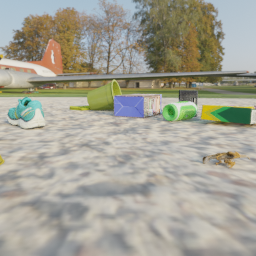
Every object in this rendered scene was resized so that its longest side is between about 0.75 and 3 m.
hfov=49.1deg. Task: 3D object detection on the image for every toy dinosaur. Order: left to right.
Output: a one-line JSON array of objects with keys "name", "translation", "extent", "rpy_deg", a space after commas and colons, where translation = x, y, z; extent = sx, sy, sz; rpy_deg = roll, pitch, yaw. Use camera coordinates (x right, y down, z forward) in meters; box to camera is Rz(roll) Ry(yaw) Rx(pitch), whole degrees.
[{"name": "toy dinosaur", "translation": [1.640, 0.452, 4.457], "extent": [0.876, 0.265, 0.466], "rpy_deg": [0, 7, -3]}]

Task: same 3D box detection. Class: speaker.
[{"name": "speaker", "translation": [1.940, -0.620, 10.299], "extent": [0.688, 0.688, 1.555], "rpy_deg": [8, 11, 42]}]

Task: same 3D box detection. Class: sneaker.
[{"name": "sneaker", "translation": [-3.193, -0.527, 8.875], "extent": [0.884, 0.908, 2.281], "rpy_deg": [-7, 10, -39]}]

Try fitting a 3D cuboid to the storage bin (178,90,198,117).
[{"name": "storage bin", "translation": [2.550, -1.079, 12.049], "extent": [0.743, 1.071, 1.584], "rpy_deg": [2, 9, 9]}]

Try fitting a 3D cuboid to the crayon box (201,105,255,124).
[{"name": "crayon box", "translation": [3.602, -0.476, 9.392], "extent": [1.604, 0.542, 1.859], "rpy_deg": [8, 8, 41]}]

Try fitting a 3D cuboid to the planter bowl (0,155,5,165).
[{"name": "planter bowl", "translation": [-2.452, 0.398, 4.422], "extent": [0.906, 0.377, 0.906], "rpy_deg": [0, 9, 0]}]

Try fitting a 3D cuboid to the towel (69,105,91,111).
[{"name": "towel", "translation": [-1.912, -1.183, 15.648], "extent": [1.122, 0.235, 2.607], "rpy_deg": [6, 11, 41]}]

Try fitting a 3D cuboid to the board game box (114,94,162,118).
[{"name": "board game box", "translation": [0.453, -0.979, 12.000], "extent": [1.439, 0.874, 1.804], "rpy_deg": [4, 10, 28]}]

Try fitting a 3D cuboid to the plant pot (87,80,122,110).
[{"name": "plant pot", "translation": [-1.237, -1.521, 14.432], "extent": [1.529, 1.610, 1.610], "rpy_deg": [-11, 5, 15]}]

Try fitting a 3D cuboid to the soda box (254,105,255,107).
[{"name": "soda box", "translation": [6.041, -0.759, 12.006], "extent": [1.403, 0.444, 0.497], "rpy_deg": [-6, 11, -30]}]
